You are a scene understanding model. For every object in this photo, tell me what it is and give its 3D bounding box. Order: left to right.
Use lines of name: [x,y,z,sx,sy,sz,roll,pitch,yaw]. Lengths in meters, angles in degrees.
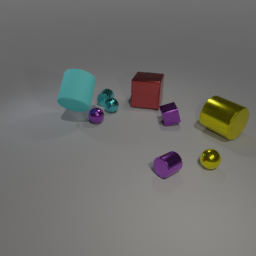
cylinder: [-2.204,-1.596,12.080,1.400,1.400,1.400,6,71,11]
ball: [-1.395,-0.558,12.343,0.700,0.700,0.700,0,30,0]
cylinder: [-1.115,-1.534,14.039,0.700,0.700,0.700,7,31,12]
ball: [-0.785,-1.090,13.274,0.700,0.700,0.700,0,30,0]
cube: [0.976,-1.885,13.888,1.400,1.400,1.400,7,29,12]
cylinder: [1.311,1.191,9.216,0.700,0.700,0.700,-19,35,-36]
cube: [1.829,-0.605,12.232,0.700,0.700,0.700,-17,32,4]
ball: [2.808,1.051,9.524,0.700,0.700,0.700,0,30,0]
cylinder: [3.885,-0.437,11.331,1.400,1.400,1.400,-21,38,-32]
